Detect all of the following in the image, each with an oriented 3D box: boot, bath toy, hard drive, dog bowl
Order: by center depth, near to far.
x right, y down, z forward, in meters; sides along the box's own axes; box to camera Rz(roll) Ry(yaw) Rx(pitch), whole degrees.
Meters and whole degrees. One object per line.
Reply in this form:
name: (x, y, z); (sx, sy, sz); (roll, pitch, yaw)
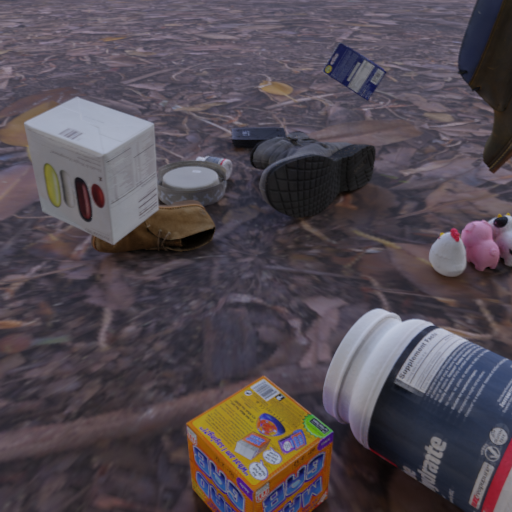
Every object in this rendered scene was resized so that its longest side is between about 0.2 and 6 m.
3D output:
boot: (3.402, -2.452, 7.676); (1.409, 2.907, 1.086); (34, 61, 18)
bath toy: (3.778, -0.256, 9.190); (2.067, 0.764, 0.899); (-11, 33, -17)
boot: (-1.687, -0.398, 9.510); (2.134, 0.785, 0.805); (-16, 46, -28)
dog bowl: (-1.334, -1.465, 11.460); (1.556, 0.456, 1.556); (1, 31, 0)
boot: (0.681, -1.780, 11.538); (2.273, 1.205, 3.453); (21, 26, 36)
hard drive: (0.057, -2.986, 14.121); (1.356, 0.287, 0.914); (-2, 31, -3)

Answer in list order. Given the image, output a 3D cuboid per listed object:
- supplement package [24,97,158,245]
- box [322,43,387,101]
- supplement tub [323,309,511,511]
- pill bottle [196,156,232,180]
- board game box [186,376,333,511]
supplement package: (-2.081, -1.115, 7.259); (1.279, 1.337, 0.983); (23, 43, 20)
box: (1.952, -3.674, 11.154); (1.105, 0.669, 0.179); (31, 25, -5)
supplement tub: (1.875, 1.530, 5.549); (2.091, 1.467, 1.467); (25, 39, 35)
pill bottle: (-0.949, -1.936, 12.243); (0.750, 0.449, 0.449); (14, 34, 23)
board game box: (0.028, 1.960, 5.326); (0.967, 0.968, 0.968); (-24, 39, -34)
